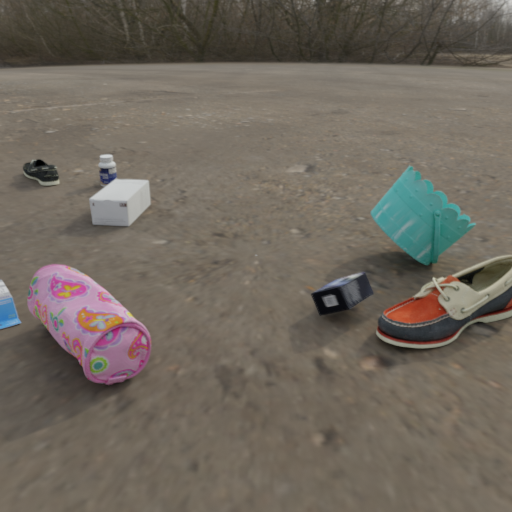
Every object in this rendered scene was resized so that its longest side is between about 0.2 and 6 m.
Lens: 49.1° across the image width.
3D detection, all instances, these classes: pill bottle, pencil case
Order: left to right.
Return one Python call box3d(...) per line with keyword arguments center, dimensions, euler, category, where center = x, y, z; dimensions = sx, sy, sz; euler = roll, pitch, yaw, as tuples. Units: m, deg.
box3d(center=(-2.337, 0.885, 7.641), dimensions=(0.984, 0.984, 2.252), euler=(-19, 30, -36), category="pencil case")
box3d(center=(-3.928, -2.249, 14.811), dimensions=(0.438, 0.789, 0.438), euler=(0, 24, 0), category="pill bottle")

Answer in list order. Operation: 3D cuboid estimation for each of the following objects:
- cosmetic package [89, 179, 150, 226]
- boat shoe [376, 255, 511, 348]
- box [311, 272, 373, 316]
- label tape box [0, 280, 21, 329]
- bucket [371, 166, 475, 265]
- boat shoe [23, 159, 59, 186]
box3d(center=(-3.062, -1.235, 12.759), dimensions=(0.886, 0.637, 1.571), euler=(4, 26, 9), category="cosmetic package")
box3d(center=(2.920, 0.645, 8.314), dimensions=(2.682, 0.839, 0.955), euler=(-13, 29, -23), category="boat shoe")
box3d(center=(1.308, 0.575, 8.539), dimensions=(0.644, 0.400, 0.649), euler=(-23, 2, -41), category="box")
box3d(center=(-4.142, 0.790, 8.582), dimensions=(0.759, 0.350, 1.060), euler=(-16, 27, -31), category="label tape box")
box3d(center=(3.003, -0.704, 10.211), dimensions=(1.707, 1.111, 1.707), euler=(35, 21, -16), category="bucket")
box3d(center=(-5.927, -2.396, 15.410), dimensions=(0.635, 0.598, 1.769), euler=(-21, 30, -36), category="boat shoe")
